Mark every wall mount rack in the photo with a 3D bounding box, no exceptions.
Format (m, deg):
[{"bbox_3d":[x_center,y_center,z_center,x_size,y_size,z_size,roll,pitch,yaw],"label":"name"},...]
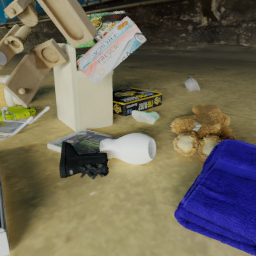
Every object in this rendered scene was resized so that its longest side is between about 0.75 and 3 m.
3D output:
[{"bbox_3d":[-3.760,-0.243,9.522,1.845,0.792,2.124,3,21,8],"label":"wall mount rack"}]

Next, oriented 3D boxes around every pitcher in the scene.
[{"bbox_3d":[0.100,0.521,7.516,1.347,0.816,1.155,-2,6,28],"label":"pitcher"}]

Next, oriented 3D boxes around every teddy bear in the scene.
[{"bbox_3d":[2.281,0.189,8.488,1.958,0.901,2.700,-5,26,9],"label":"teddy bear"}]

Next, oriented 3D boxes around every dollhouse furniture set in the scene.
[{"bbox_3d":[-2.304,-2.153,7.300,2.296,2.183,1.871,-12,44,31],"label":"dollhouse furniture set"}]

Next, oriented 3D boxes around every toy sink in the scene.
[{"bbox_3d":[-1.594,-1.578,10.151,1.614,2.881,1.878,-12,22,-30],"label":"toy sink"}]

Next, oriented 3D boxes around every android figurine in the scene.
[{"bbox_3d":[-4.569,-0.604,11.269,1.564,0.321,1.424,-16,25,-42],"label":"android figurine"}]

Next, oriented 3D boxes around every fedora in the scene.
[{"bbox_3d":[3.512,-2.364,15.672,0.498,0.975,1.102,-31,43,2],"label":"fedora"}]

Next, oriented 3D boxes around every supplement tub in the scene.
[{"bbox_3d":[-5.723,-1.614,12.422,1.970,1.425,1.425,-2,20,-7],"label":"supplement tub"}]

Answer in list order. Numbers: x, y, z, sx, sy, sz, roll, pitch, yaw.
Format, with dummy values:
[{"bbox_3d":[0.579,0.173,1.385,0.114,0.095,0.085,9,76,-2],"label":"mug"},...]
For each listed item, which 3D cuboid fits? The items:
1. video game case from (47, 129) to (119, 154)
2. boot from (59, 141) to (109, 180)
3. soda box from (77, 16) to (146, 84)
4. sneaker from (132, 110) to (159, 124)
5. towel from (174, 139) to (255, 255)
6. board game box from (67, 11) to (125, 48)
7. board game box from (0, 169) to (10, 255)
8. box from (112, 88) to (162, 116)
[{"bbox_3d":[-1.247,0.463,8.407,1.719,0.201,1.563,13,24,32],"label":"video game case"},{"bbox_3d":[-1.098,0.767,7.067,1.163,0.525,1.419,-5,27,-7],"label":"boot"},{"bbox_3d":[-0.454,-2.022,7.377,1.820,0.622,0.579,-39,47,10],"label":"soda box"},{"bbox_3d":[0.694,-0.477,10.772,1.039,0.382,0.613,22,33,27],"label":"sneaker"},{"bbox_3d":[2.159,1.089,5.303,1.831,0.614,2.479,11,35,32],"label":"towel"},{"bbox_3d":[-1.452,-4.402,12.617,2.725,1.427,0.320,-9,45,-9],"label":"board game box"},{"bbox_3d":[-3.304,1.444,5.142,1.882,0.516,2.982,-9,21,-24],"label":"board game box"},{"bbox_3d":[-0.011,-1.238,12.612,2.024,0.625,2.535,20,27,40],"label":"box"}]
